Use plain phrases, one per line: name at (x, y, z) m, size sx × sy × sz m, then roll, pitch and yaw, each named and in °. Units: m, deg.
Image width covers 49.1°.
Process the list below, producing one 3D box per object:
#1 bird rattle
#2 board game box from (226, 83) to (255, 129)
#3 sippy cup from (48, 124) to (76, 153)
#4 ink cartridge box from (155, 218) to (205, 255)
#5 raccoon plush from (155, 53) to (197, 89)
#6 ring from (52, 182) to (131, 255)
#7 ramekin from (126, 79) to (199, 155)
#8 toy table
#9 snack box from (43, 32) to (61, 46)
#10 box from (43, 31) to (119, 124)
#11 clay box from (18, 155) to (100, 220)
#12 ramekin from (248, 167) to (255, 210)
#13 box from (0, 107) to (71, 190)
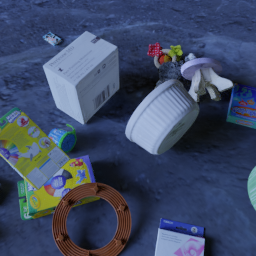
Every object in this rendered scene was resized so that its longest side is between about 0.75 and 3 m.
bird rattle at (1.771, -3.459, 13.543) m, size 1.696 × 0.955 × 1.382 m, roll 5°, pitch 74°, yaw 7°
board game box at (5.192, -0.965, 12.157) m, size 1.481 × 0.438 × 1.947 m, roll 16°, pitch 59°, yaw 10°
sippy cup at (-2.649, 0.430, 11.083) m, size 0.850 × 0.911 × 1.160 m, roll 24°, pitch 38°, yaw 26°
ink cartridge box at (1.709, 3.844, 9.184) m, size 1.525 × 0.336 × 1.553 m, roll 10°, pitch 60°, yaw 7°
raccoon plush at (1.948, -2.230, 12.166) m, size 1.045 × 2.160 × 1.448 m, roll 23°, pitch 56°, yaw -20°
ring at (-1.181, 3.127, 9.242) m, size 2.628 × 0.252 × 2.628 m, roll 1°, pitch 73°, yaw -4°
ramekin at (1.363, -0.271, 10.217) m, size 2.836 × 2.836 × 1.321 m, roll -38°, pitch 68°, yaw -21°
toy table at (3.293, -1.960, 11.885) m, size 2.358 × 2.168 × 1.381 m, roll 0°, pitch 72°, yaw -38°
snack box at (-3.977, -4.663, 14.669) m, size 0.865 × 0.160 × 0.502 m, roll 35°, pitch 64°, yaw 20°
box at (-1.765, -2.029, 11.561) m, size 1.679 × 2.568 × 2.555 m, roll 31°, pitch 63°, yaw 18°
clay box at (-2.563, 2.125, 10.059) m, size 2.799 × 0.666 × 1.608 m, roll -15°, pitch 59°, yaw -10°
ramekin at (5.599, 2.088, 9.465) m, size 2.936 × 1.434 × 2.936 m, roll 3°, pitch 59°, yaw -6°
box at (-3.126, 0.616, 8.672) m, size 2.375 × 0.574 × 1.393 m, roll 47°, pitch 68°, yaw -5°
